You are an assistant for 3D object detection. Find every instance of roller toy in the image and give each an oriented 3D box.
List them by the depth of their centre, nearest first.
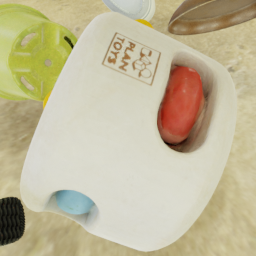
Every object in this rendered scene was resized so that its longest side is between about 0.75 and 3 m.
[{"bbox_3d":[-0.118,-0.013,3.689,2.011,2.878,2.625,23,13,-9],"label":"roller toy"}]

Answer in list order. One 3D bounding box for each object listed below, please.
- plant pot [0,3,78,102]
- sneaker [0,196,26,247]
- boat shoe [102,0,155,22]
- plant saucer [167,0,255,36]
[{"bbox_3d":[-1.702,-1.242,5.023,1.906,1.906,1.752,-29,33,-25],"label":"plant pot"},{"bbox_3d":[-2.232,1.211,3.244,0.984,2.188,0.765,-16,72,15],"label":"sneaker"},{"bbox_3d":[-0.483,-2.915,5.278,2.427,0.847,0.864,50,26,9],"label":"boat shoe"},{"bbox_3d":[2.353,-2.954,6.877,2.875,0.461,2.875,-10,2,0],"label":"plant saucer"}]
